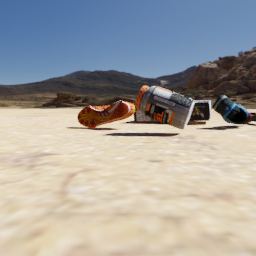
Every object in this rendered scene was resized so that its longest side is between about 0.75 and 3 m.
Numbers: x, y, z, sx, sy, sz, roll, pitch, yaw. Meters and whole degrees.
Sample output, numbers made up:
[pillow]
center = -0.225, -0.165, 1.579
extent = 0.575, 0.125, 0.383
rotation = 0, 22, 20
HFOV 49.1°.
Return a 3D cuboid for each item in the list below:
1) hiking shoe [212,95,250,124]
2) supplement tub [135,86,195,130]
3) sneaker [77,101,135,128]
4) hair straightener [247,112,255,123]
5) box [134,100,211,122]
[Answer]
[hiking shoe]
center = 3.439, -0.356, 8.915
extent = 1.985, 0.739, 0.861
rotation = 15, 28, -43
[supplement tub]
center = 0.910, -0.547, 6.981
extent = 1.330, 0.815, 0.815
rotation = 22, 11, 15
[sneaker]
center = -0.694, -0.374, 8.681
extent = 1.957, 0.714, 0.755
rotation = -5, -5, 25
[hair straightener]
center = 4.819, -0.462, 10.148
extent = 0.810, 0.430, 2.104
rotation = -7, -3, -3
[box]
center = 1.904, -0.723, 11.513
extent = 2.877, 0.695, 2.279
rotation = 0, 7, 17
